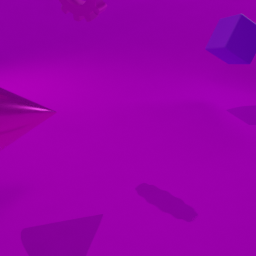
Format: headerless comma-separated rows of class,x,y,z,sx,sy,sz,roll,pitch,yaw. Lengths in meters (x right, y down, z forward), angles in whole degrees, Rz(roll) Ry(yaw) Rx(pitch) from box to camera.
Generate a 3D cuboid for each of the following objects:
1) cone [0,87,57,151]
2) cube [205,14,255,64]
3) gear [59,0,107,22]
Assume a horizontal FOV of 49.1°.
cone,-1.805,-0.206,4.629,1.343,1.338,1.338,-9,28,-39
cube,3.333,-2.725,8.759,1.091,1.091,1.091,24,5,-20
gear,-0.904,-2.520,4.912,1.252,1.252,0.232,19,50,30
